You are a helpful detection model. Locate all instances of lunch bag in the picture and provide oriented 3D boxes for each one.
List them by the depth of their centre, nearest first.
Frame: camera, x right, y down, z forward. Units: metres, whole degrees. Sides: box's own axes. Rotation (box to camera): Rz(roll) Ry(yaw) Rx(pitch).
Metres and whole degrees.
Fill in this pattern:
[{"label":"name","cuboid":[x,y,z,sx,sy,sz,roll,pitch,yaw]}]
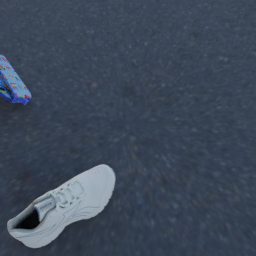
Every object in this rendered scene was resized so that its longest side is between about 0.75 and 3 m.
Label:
[{"label":"lunch bag","cuboid":[-3.236,-1.234,7.493,1.549,1.166,0.729,45,94,-4]}]

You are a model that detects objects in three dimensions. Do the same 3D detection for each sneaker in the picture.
[{"label":"sneaker","cuboid":[-1.241,1.519,5.499,2.326,1.013,0.867,-38,64,-7]}]
